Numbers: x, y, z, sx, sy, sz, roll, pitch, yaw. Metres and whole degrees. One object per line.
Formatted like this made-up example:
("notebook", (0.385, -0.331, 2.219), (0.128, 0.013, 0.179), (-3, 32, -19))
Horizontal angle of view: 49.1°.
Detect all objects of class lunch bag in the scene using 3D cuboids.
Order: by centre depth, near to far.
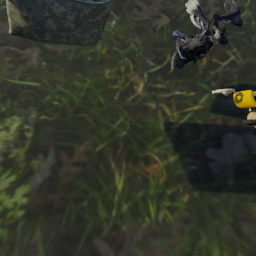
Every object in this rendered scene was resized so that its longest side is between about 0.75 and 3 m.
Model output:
("lunch bag", (-1.497, -2.850, 6.425), (2.258, 1.852, 1.327), (11, 70, -16))

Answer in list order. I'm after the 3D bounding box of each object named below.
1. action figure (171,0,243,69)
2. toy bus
("action figure", (1.638, -2.228, 6.619), (2.285, 1.358, 1.166), (-33, 78, -30))
("toy bus", (2.435, -0.260, 4.628), (1.599, 1.509, 0.826), (-2, 92, 42))
